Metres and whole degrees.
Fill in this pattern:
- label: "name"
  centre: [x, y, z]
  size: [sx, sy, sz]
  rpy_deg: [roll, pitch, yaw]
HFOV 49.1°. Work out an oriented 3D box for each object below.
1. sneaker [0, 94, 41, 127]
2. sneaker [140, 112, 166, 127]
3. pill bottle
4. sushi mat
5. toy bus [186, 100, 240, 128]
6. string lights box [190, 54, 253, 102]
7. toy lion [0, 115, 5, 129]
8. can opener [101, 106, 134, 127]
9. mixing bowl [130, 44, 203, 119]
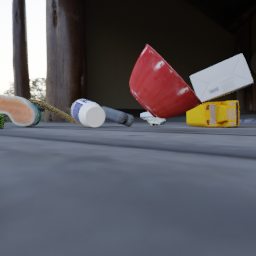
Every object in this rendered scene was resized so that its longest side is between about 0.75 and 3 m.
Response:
- label: "sneaker"
  centre: [-3.287, -0.570, 8.811]
  size: [2.341, 0.836, 0.935]
  rpy_deg: [21, 7, 38]
- label: "sneaker"
  centre: [0.767, -0.291, 8.928]
  size: [0.528, 0.512, 1.445]
  rpy_deg: [-15, 5, -12]
- label: "pill bottle"
  centre: [-1.138, -0.416, 8.002]
  size: [0.715, 0.715, 1.235]
  rpy_deg: [-1, 12, -26]
- label: "sushi mat"
  centre: [-2.500, -0.548, 9.929]
  size: [0.933, 0.118, 1.951]
  rpy_deg: [12, -13, 46]
- label: "toy bus"
  centre: [2.569, -0.412, 8.664]
  size: [0.911, 0.757, 2.327]
  rpy_deg: [0, 2, -4]
- label: "string lights box"
  centre: [3.110, -1.510, 8.959]
  size: [1.523, 0.874, 2.963]
  rpy_deg: [-21, -1, 25]
- label: "toy lion"
  centre: [-4.139, -0.296, 6.612]
  size: [2.356, 0.844, 2.458]
  rpy_deg: [7, -1, -14]
- label: "can opener"
  centre: [-0.735, -0.296, 9.831]
  size: [0.661, 0.829, 2.480]
  rpy_deg: [17, 2, -34]
- label: "mixing bowl"
  centre: [0.554, -0.710, 5.079]
  size: [0.792, 1.463, 1.463]
  rpy_deg: [-42, -8, 11]
